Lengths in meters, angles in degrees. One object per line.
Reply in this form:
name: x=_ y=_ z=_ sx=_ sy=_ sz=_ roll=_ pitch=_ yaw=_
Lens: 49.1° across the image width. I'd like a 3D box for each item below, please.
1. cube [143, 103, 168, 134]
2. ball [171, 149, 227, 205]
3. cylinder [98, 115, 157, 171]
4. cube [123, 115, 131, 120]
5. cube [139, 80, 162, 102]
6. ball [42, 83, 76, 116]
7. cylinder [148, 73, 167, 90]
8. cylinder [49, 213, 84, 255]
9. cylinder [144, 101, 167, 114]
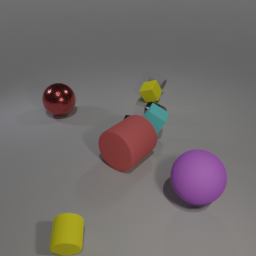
cube: x=0.960 y=-0.333 z=10.145 sx=0.700 sy=0.700 sz=0.700 roll=31 pitch=34 yaw=-4
ball: x=1.798 y=1.247 z=7.176 sx=1.400 sy=1.400 sz=1.400 roll=0 pitch=30 yaw=0
cylinder: x=0.007 y=0.457 z=9.077 sx=1.400 sy=1.400 sz=1.400 roll=21 pitch=36 yaw=31
cube: x=0.162 y=-0.003 z=10.571 sx=0.700 sy=0.700 sz=0.700 roll=7 pitch=32 yaw=11
cube: x=1.068 y=-1.716 z=13.114 sx=0.700 sy=0.700 sz=0.700 roll=-6 pitch=43 yaw=36
ball: x=-2.933 y=-1.214 z=11.936 sx=1.400 sy=1.400 sz=1.400 roll=0 pitch=30 yaw=0
cylinder: x=1.433 y=-2.252 z=13.812 sx=0.700 sy=0.700 sz=0.700 roll=34 pitch=41 yaw=17
cylinder: x=-1.372 y=2.400 z=6.333 sx=0.700 sy=0.700 sz=0.700 roll=-1 pitch=46 yaw=-2
cylinder: x=1.149 y=-0.685 z=11.746 sx=0.700 sy=0.700 sz=0.700 roll=-21 pitch=37 yaw=-32
